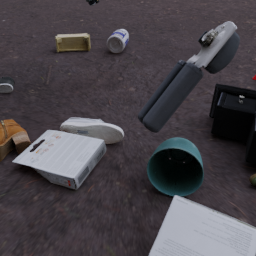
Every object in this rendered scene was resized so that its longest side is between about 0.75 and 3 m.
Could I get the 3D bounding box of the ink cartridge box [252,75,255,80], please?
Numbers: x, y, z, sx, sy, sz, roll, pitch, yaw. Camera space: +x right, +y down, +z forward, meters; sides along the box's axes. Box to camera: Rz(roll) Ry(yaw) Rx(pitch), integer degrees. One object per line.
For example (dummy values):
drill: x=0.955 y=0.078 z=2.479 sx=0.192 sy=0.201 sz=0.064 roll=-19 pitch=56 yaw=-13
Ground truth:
ink cartridge box: x=5.469 y=-2.138 z=10.733 sx=0.984 sy=0.470 sz=1.121 roll=23 pitch=42 yaw=30

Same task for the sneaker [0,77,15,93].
sneaker: x=-4.682 y=-1.572 z=10.009 sx=1.297 sy=0.459 sz=0.643 roll=4 pitch=34 yaw=-3

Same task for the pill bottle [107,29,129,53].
pill bottle: x=-0.421 y=-4.148 z=13.200 sx=0.830 sy=0.830 sz=1.386 roll=8 pitch=37 yaw=11

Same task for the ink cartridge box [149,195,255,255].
ink cartridge box: x=0.855 y=2.445 z=4.082 sx=1.396 sy=0.645 sz=2.562 roll=19 pitch=62 yaw=23

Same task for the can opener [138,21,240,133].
can opener: x=1.262 y=-0.972 z=5.563 sx=2.639 sy=0.877 sz=0.695 roll=-48 pitch=22 yaw=5

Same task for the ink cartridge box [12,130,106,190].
ink cartridge box: x=-1.660 y=0.716 z=6.946 sx=1.801 sy=0.451 sz=1.460 roll=8 pitch=37 yaw=24

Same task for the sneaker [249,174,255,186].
sneaker: x=3.226 y=1.228 z=6.118 sx=0.979 sy=0.328 sz=0.440 roll=6 pitch=14 yaw=3

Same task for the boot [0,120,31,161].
boot: x=-3.475 y=0.279 z=7.241 sx=1.647 sy=0.632 sz=1.279 roll=-21 pitch=43 yaw=-30

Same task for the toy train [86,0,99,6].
toy train: x=-1.266 y=-4.438 z=8.956 sx=0.438 sy=1.027 sz=0.585 roll=2 pitch=44 yaw=35

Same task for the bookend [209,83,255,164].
bookend: x=3.179 y=-0.078 z=7.189 sx=2.350 sy=1.082 sz=2.335 roll=15 pitch=32 yaw=19

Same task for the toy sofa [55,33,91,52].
toy sofa: x=-2.571 y=-3.995 z=13.138 sx=1.597 sy=0.661 sz=0.779 roll=-5 pitch=31 yaw=-7

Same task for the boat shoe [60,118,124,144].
boat shoe: x=-0.950 y=0.009 z=7.735 sx=1.792 sy=0.645 sz=0.614 roll=0 pitch=36 yaw=17

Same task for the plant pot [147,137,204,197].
plant pot: x=1.093 y=0.760 z=6.234 sx=1.188 sy=1.188 sz=0.953 roll=10 pitch=25 yaw=13
